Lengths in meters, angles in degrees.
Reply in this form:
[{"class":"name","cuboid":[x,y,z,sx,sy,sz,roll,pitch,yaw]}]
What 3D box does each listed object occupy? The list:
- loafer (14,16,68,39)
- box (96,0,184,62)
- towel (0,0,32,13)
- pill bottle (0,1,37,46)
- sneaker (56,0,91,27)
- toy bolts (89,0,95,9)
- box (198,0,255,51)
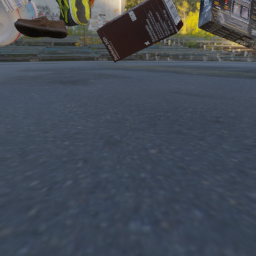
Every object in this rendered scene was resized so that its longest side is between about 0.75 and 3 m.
[{"class":"loafer","cuboid":[-1.302,-1.536,4.230,0.770,0.273,0.281,3,-17,-18]},{"class":"box","cuboid":[0.390,-3.562,9.925,2.745,1.375,1.029,-16,27,35]},{"class":"towel","cuboid":[-2.027,-2.421,4.819,0.114,0.706,0.961,-15,31,16]},{"class":"pill bottle","cuboid":[-2.425,-2.293,5.700,0.941,0.941,1.731,0,28,-1]},{"class":"sneaker","cuboid":[-1.465,-3.434,6.832,0.819,1.937,0.721,-6,-1,34]},{"class":"toy bolts","cuboid":[-1.689,-4.434,9.218,1.136,1.189,0.825,-14,-26,2]},{"class":"box","cuboid":[2.619,-2.852,6.687,1.897,1.496,0.472,11,-9,-22]}]
